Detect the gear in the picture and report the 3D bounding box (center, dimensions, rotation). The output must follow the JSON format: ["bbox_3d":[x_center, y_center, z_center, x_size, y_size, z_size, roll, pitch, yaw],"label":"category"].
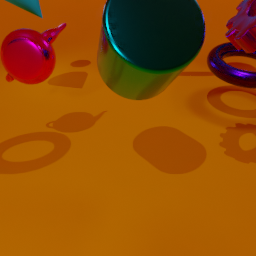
[{"bbox_3d":[2.061,-1.729,3.781,0.290,1.569,1.569,38,28,-18],"label":"gear"}]

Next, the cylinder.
[{"bbox_3d":[0.247,-1.220,4.143,1.344,1.344,1.344,-7,-8,-11],"label":"cylinder"}]

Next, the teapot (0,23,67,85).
[{"bbox_3d":[-1.952,-1.527,5.782,1.778,1.106,0.871,-38,15,19],"label":"teapot"}]

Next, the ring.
[{"bbox_3d":[3.159,-1.727,7.475,2.070,0.414,2.070,0,42,0],"label":"ring"}]

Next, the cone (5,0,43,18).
[{"bbox_3d":[-2.651,-3.391,7.127,1.448,1.454,1.448,-38,7,6],"label":"cone"}]
